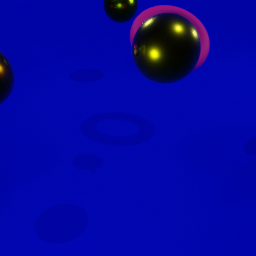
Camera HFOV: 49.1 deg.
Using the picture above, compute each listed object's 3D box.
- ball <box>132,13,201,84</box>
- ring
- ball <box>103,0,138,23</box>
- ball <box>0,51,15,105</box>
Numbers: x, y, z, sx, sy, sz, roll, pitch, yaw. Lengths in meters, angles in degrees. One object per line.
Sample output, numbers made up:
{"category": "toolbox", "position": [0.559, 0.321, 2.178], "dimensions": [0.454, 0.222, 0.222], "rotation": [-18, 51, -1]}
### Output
{"category": "ball", "position": [0.484, -1.008, 3.593], "dimensions": [0.877, 0.877, 0.877], "rotation": [0, 36, 0]}
{"category": "ring", "position": [0.981, -2.063, 6.524], "dimensions": [1.885, 0.377, 1.885], "rotation": [3, 69, -8]}
{"category": "ball", "position": [-0.241, -4.074, 9.237], "dimensions": [1.165, 1.165, 1.165], "rotation": [0, 36, 0]}
{"category": "ball", "position": [-3.067, -1.050, 5.720], "dimensions": [1.400, 1.400, 1.400], "rotation": [0, 36, 0]}
